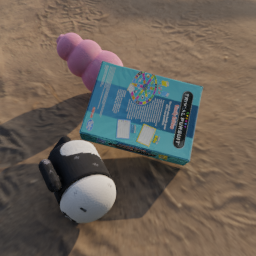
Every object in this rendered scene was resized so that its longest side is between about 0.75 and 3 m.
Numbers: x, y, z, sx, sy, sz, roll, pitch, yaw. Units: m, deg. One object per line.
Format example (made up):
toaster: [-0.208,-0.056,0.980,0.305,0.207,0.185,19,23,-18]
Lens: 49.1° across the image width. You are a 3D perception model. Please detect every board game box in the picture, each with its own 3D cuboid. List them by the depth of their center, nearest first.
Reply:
board game box: [0.389,-0.404,7.582,2.863,0.672,2.161,15,71,1]

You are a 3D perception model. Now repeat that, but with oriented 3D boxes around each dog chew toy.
dog chew toy: [-1.247,-2.087,8.810,2.265,1.411,1.411,37,51,-12]

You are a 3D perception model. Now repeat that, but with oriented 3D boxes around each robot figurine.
robot figurine: [-1.132,1.147,6.431,1.577,1.310,2.099,-16,47,-23]
